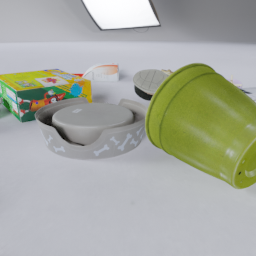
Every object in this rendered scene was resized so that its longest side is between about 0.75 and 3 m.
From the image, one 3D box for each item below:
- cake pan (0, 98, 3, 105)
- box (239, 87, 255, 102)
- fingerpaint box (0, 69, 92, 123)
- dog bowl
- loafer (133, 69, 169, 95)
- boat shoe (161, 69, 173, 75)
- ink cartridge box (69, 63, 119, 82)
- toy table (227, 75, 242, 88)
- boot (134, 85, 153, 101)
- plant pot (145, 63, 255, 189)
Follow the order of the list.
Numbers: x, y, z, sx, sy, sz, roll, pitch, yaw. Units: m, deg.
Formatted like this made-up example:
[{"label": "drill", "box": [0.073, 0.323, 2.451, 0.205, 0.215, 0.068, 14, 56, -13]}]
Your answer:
[{"label": "cake pan", "box": [-4.987, -0.464, 8.176, 2.545, 0.467, 2.545, 0, 21, 0]}, {"label": "box", "box": [4.142, -0.793, 8.713, 2.349, 0.706, 1.370, -6, 21, -14]}, {"label": "fingerpaint box", "box": [-2.849, -1.194, 9.326, 2.318, 1.019, 2.778, -15, 26, -33]}, {"label": "dog bowl", "box": [-0.820, -0.073, 6.715, 2.635, 0.773, 2.635, 0, 20, 0]}, {"label": "loafer", "box": [1.225, -1.252, 8.730, 2.356, 0.847, 0.741, 15, -19, 35]}, {"label": "boat shoe", "box": [2.212, -3.095, 15.445, 0.861, 0.286, 0.319, 8, 22, 20]}, {"label": "ink cartridge box", "box": [-1.932, -2.904, 14.353, 2.933, 0.735, 2.379, 2, 20, -3]}, {"label": "toy table", "box": [4.136, -1.715, 11.255, 0.859, 0.790, 0.503, -6, 0, 22]}, {"label": "boot", "box": [1.446, -1.441, 10.517, 2.105, 0.760, 1.590, 14, 19, 39]}, {"label": "plant pot", "box": [1.654, 0.065, 5.161, 1.976, 1.976, 1.903, -12, 36, -30]}]
